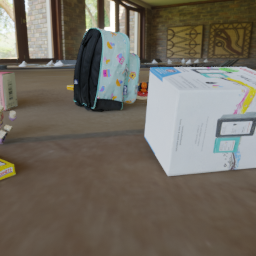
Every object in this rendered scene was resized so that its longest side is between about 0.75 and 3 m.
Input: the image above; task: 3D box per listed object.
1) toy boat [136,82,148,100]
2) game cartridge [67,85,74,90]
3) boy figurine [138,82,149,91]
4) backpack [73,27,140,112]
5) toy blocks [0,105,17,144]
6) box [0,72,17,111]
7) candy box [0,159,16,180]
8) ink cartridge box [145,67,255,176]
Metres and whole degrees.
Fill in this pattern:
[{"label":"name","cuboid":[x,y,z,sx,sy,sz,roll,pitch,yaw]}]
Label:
[{"label":"toy boat","cuboid":[0.669,-1.627,12.198,1.117,0.730,0.729,-6,16,-22]},{"label":"game cartridge","cuboid":[-2.439,-2.270,15.778,1.556,0.252,1.372,-8,16,-37]},{"label":"boy figurine","cuboid":[0.255,-2.026,13.792,1.459,0.756,2.347,-12,21,-30]},{"label":"backpack","cuboid":[-0.788,-2.095,9.961,2.098,2.737,2.406,-5,14,-26]},{"label":"toy blocks","cuboid":[-2.999,0.005,6.240,0.930,0.783,0.869,23,45,-4]},{"label":"box","cuboid":[-5.109,-1.315,9.855,2.001,1.279,1.090,0,14,1]},{"label":"candy box","cuboid":[-2.690,0.604,4.510,1.717,0.227,0.877,10,20,35]},{"label":"ink cartridge box","cuboid":[1.439,-0.210,4.840,1.946,1.421,1.428,-3,25,-13]}]
